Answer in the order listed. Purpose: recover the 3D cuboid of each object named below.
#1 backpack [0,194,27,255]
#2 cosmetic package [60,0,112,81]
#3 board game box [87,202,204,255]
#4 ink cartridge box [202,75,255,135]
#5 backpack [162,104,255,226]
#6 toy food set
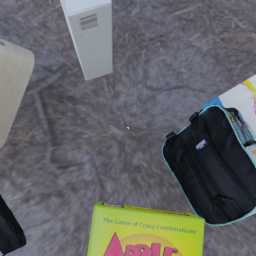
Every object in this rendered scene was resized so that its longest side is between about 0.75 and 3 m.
[{"bbox_3d":[-2.123,1.163,2.881,1.569,1.207,1.280,-38,51,-18],"label":"backpack"},{"bbox_3d":[-0.861,-2.227,4.948,0.679,2.629,1.982,-20,83,-6],"label":"cosmetic package"},{"bbox_3d":[0.074,2.146,3.085,1.236,0.579,2.433,7,79,-1],"label":"board game box"},{"bbox_3d":[2.497,-0.411,5.096,1.923,0.647,1.117,-34,78,29],"label":"ink cartridge box"},{"bbox_3d":[1.414,0.598,4.165,1.174,1.347,1.532,10,48,-42],"label":"backpack"},{"bbox_3d":[-2.612,-0.617,4.724,0.599,1.422,1.982,34,103,47],"label":"toy food set"}]
